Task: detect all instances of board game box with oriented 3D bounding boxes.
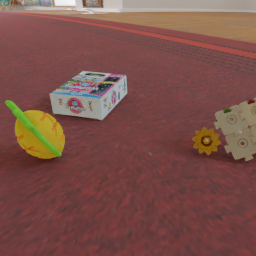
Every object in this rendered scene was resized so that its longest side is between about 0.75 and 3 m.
[{"bbox_3d":[-1.151,-1.115,8.937,1.644,0.716,2.228,8,31,17],"label":"board game box"}]

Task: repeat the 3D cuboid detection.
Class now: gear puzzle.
[{"bbox_3d":[2.661,0.061,6.336,2.472,1.280,0.324,-21,-15,2],"label":"gear puzzle"}]

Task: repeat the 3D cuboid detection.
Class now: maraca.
[{"bbox_3d":[-1.937,0.042,5.879,0.902,1.687,1.156,-45,53,-12],"label":"maraca"}]
